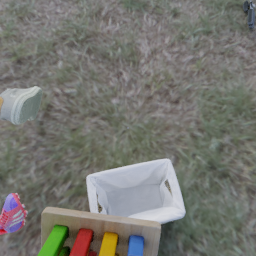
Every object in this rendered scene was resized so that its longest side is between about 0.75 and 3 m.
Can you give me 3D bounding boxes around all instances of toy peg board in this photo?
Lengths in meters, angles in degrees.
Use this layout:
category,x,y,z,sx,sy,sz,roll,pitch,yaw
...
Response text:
category,x,y,z,sx,sy,sz,roll,pitch,yaw
toy peg board,-0.725,3.213,5.793,2.529,1.242,2.539,7,107,4

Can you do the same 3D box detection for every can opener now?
category,x,y,z,sx,sy,sz,roll,pitch,yaw
can opener,4.522,-4.237,10.422,0.409,0.324,1.230,-9,59,35

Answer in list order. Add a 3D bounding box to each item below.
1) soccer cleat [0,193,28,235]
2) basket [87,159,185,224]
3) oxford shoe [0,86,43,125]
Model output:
category,x,y,z,sx,sy,sz,roll,pitch,yaw
soccer cleat,-2.809,2.107,6.660,0.660,1.726,0.576,-25,67,-33
basket,0.154,1.822,7.112,2.160,1.333,1.464,-10,66,-6
oxford shoe,-2.843,-0.661,7.480,0.768,2.659,1.000,12,99,-6
